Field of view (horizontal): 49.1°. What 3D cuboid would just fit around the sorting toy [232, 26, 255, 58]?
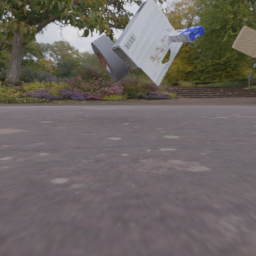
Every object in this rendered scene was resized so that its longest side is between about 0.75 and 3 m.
[{"bbox_3d":[4.100,-2.895,9.462,0.879,0.813,0.160,29,9,12],"label":"sorting toy"}]

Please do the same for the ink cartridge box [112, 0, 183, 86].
[{"bbox_3d":[0.775,-2.920,9.748,2.007,2.313,0.504,41,-22,-29],"label":"ink cartridge box"}]

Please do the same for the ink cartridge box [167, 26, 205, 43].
[{"bbox_3d":[1.837,-3.001,9.011,0.578,0.272,1.230,-33,25,-12],"label":"ink cartridge box"}]

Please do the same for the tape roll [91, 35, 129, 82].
[{"bbox_3d":[-0.822,-3.123,12.675,0.687,2.079,2.079,-35,11,-6],"label":"tape roll"}]
